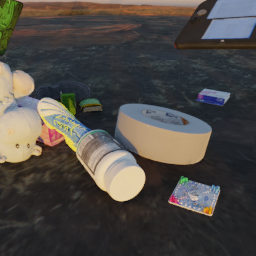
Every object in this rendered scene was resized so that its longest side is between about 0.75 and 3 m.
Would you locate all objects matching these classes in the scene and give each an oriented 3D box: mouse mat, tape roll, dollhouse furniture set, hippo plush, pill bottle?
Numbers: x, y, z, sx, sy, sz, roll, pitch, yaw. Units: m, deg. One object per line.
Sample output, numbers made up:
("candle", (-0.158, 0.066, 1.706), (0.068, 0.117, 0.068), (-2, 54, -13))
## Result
("mouse mat", (-3.689, -2.890, 8.157), (0.068, 1.804, 1.451), (29, 18, -2))
("tape roll", (0.855, 0.070, 7.080), (2.334, 0.771, 2.334), (11, 17, -3))
("dollhouse furniture set", (-1.646, -1.011, 9.906), (1.416, 0.711, 0.928), (-7, 28, -14))
("hippo plush", (-3.204, -0.111, 6.815), (2.015, 2.529, 2.034), (-2, 49, -45))
("pill bottle", (-0.409, 0.773, 6.090), (0.956, 0.956, 1.690), (-14, 30, -26))

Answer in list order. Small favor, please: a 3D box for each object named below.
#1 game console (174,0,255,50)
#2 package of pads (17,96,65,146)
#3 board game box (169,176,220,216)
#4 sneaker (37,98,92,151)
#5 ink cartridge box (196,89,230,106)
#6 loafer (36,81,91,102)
("game console", (2.994, -2.990, 7.772), (2.824, 0.438, 2.497), (11, 50, 35))
("package of pads", (-2.620, -0.258, 8.017), (1.766, 1.064, 0.668), (17, 32, 32))
("board game box", (1.397, 1.375, 5.837), (0.876, 0.113, 0.876), (13, 30, 24))
("sneaker", (-1.379, -0.083, 6.853), (0.928, 1.767, 0.669), (-2, 47, 49))
("ink cartridge box", (3.304, -1.215, 10.871), (1.040, 0.229, 1.059), (16, 29, 27))
("loafer", (-2.378, -1.397, 10.619), (2.152, 0.773, 0.678), (-2, 13, 13))
